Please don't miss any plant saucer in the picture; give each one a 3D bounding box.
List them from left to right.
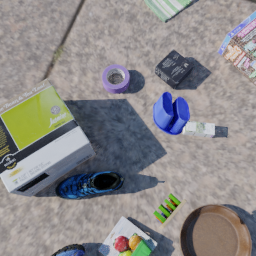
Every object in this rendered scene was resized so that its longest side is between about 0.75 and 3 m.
[{"bbox_3d":[2.837,3.724,9.262,2.341,0.428,2.341,0,73,0],"label":"plant saucer"}]

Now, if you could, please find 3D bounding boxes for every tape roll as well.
[{"bbox_3d":[-0.479,-1.924,11.016,1.072,0.456,1.072,0,72,0],"label":"tape roll"}]

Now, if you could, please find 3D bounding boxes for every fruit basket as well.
[{"bbox_3d":[-0.002,3.902,9.187,1.465,0.687,1.357,30,74,25],"label":"fruit basket"}]

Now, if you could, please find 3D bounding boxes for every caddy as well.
[{"bbox_3d":[0.977,-0.315,6.483,0.771,0.572,1.090,20,42,-13],"label":"caddy"}]

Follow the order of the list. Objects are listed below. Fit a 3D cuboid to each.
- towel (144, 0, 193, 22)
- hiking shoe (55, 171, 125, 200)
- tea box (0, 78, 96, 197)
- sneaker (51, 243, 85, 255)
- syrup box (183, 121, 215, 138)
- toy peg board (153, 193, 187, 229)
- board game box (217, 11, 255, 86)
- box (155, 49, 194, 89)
[{"bbox_3d":[1.831,-5.633,12.304,1.860,0.218,1.419,-37,77,-11],"label":"towel"},{"bbox_3d":[-1.324,1.850,9.519,2.403,1.042,0.894,-12,73,-4],"label":"hiking shoe"},{"bbox_3d":[-3.057,0.375,9.535,2.813,1.879,2.767,-32,75,-9],"label":"tea box"},{"bbox_3d":[-2.384,4.656,8.783,2.677,1.008,1.050,-38,83,-2],"label":"sneaker"},{"bbox_3d":[2.632,0.046,10.397,1.105,0.450,0.435,6,73,2],"label":"syrup box"},{"bbox_3d":[1.010,2.093,7.158,0.426,0.867,0.871,42,75,16],"label":"toy peg board"},{"bbox_3d":[5.250,-3.065,10.959,2.017,1.225,2.530,-39,77,-11],"label":"board game box"},{"bbox_3d":[1.801,-2.307,11.034,1.087,0.638,1.069,43,77,12],"label":"box"}]
